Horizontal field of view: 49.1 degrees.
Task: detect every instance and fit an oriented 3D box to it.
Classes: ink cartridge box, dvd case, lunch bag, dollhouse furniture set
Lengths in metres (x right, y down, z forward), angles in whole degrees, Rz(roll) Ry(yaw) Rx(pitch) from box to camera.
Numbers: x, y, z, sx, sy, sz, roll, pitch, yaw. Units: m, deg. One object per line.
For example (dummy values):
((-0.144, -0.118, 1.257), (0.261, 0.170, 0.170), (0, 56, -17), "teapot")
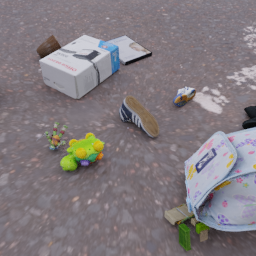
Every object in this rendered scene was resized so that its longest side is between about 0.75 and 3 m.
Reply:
((-1.913, -2.606, 11.546), (1.965, 1.134, 2.709), (26, 50, 24), "ink cartridge box")
((-0.122, -3.789, 13.449), (1.579, 0.194, 2.213), (-27, 50, -25), "dvd case")
((2.780, 1.070, 6.691), (2.845, 1.809, 2.413), (-14, 14, 15), "lunch bag")
((1.450, 2.448, 7.030), (0.692, 0.530, 1.057), (-12, 17, -21), "dollhouse furniture set")

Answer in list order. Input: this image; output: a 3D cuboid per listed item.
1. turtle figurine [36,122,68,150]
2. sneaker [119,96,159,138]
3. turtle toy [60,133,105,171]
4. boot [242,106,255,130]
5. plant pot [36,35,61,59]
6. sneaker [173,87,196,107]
((-2.223, 0.248, 8.690), (0.630, 0.875, 0.848), (11, 70, 20), "turtle figurine")
((0.341, -0.260, 9.649), (0.584, 0.904, 1.666), (-36, 85, -34), "sneaker")
((-1.348, 0.768, 8.382), (1.446, 0.731, 1.054), (-23, 25, -17), "turtle toy")
((4.358, -0.378, 9.786), (1.166, 0.431, 0.955), (-1, 46, -11), "boot")
((-3.641, -3.594, 12.841), (1.012, 0.946, 0.946), (-33, 52, -11), "plant pot")
((2.037, -1.205, 10.674), (0.557, 0.476, 1.263), (28, 42, 36), "sneaker")
